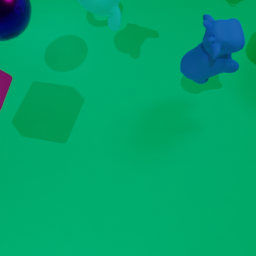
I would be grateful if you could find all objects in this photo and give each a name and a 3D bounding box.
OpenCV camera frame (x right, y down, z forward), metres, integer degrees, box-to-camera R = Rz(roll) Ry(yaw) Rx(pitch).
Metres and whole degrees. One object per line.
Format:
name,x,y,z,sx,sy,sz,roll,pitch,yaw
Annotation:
cube,-2.995,-0.520,4.387,1.383,1.383,1.383,10,78,30
ball,-2.627,-2.425,5.570,1.348,1.348,1.348,0,65,0
cow figurine,1.632,-1.527,5.724,1.618,1.645,0.903,4,72,-44
monkey head,-0.427,-2.913,5.643,1.345,1.870,1.127,12,70,37
